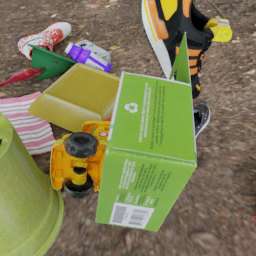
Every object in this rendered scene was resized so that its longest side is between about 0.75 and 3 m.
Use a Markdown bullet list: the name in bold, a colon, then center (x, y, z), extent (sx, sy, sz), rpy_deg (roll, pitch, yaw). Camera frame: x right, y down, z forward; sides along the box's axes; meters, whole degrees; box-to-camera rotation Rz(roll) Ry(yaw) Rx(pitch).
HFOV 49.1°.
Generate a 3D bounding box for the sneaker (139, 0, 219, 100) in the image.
- **sneaker**: center (1.370, -1.691, 6.079), extent (1.346, 2.991, 1.046), rpy_deg (-13, 51, 25)

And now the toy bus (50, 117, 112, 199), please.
- **toy bus**: center (-0.630, 0.473, 6.896), extent (2.275, 1.544, 2.184), rpy_deg (4, 34, -9)

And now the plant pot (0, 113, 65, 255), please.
- **plant pot**: center (-2.874, 1.127, 5.486), extent (2.832, 2.603, 2.832), rpy_deg (0, 44, 0)

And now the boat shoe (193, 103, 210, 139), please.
- **boat shoe**: center (1.986, -0.280, 8.349), extent (0.672, 0.636, 1.921), rpy_deg (25, 50, 24)

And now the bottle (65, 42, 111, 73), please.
- **bottle**: center (-1.433, -2.428, 10.020), extent (1.659, 0.693, 0.542), rpy_deg (30, 56, -17)

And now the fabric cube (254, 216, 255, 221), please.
- **fabric cube**: center (3.839, 1.846, 5.479), extent (1.636, 1.610, 1.641), rpy_deg (-12, 46, -10)

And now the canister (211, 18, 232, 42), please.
- **canister**: center (4.174, -4.498, 12.772), extent (0.957, 0.558, 1.289), rpy_deg (7, 43, 7)

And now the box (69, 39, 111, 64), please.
- **box**: center (-1.538, -2.906, 11.167), extent (0.936, 0.482, 1.604), rpy_deg (-32, 53, -29)

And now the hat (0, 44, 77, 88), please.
- **hat**: center (-3.125, -1.828, 10.174), extent (2.189, 1.927, 1.813), rpy_deg (22, 5, 7)

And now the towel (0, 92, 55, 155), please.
- **towel**: center (-3.265, -0.140, 8.235), extent (1.884, 0.385, 2.574), rpy_deg (-11, 45, -20)

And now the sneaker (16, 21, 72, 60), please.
- **sneaker**: center (-3.225, -3.579, 11.632), extent (2.511, 0.839, 1.346), rpy_deg (-29, 52, -22)

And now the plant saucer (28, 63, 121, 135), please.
- **plant saucer**: center (-1.234, -1.061, 8.880), extent (2.805, 0.680, 2.805), rpy_deg (22, 45, 12)

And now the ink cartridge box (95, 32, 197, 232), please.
- **ink cartridge box**: center (0.229, -0.057, 4.199), extent (0.956, 1.866, 2.525), rpy_deg (9, 49, -3)
